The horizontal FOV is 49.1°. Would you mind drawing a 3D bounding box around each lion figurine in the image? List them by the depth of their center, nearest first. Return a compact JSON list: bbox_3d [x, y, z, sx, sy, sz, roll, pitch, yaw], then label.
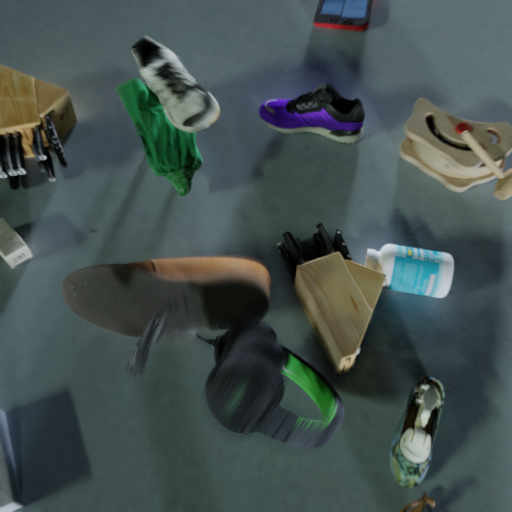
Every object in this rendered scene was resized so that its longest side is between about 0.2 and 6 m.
[{"bbox_3d":[2.128,3.821,7.447,0.768,0.455,1.254,-11,42,1],"label":"lion figurine"}]

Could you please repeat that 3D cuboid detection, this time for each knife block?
[{"bbox_3d":[1.021,0.570,9.420,2.041,0.744,2.325,20,59,14],"label":"knife block"},{"bbox_3d":[-4.989,-2.569,11.461,2.753,0.881,2.416,24,58,14],"label":"knife block"}]

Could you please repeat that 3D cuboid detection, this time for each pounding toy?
[{"bbox_3d":[4.164,-2.321,10.899,1.539,1.544,2.691,-40,65,-19],"label":"pounding toy"}]

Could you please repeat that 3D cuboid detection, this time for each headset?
[{"bbox_3d":[-0.246,1.772,7.878,3.014,1.416,1.861,30,17,-7],"label":"headset"}]

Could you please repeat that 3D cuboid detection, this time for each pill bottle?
[{"bbox_3d":[2.578,0.235,9.618,1.414,0.784,0.784,9,56,6],"label":"pill bottle"}]

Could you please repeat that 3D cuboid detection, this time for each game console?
[{"bbox_3d":[2.268,-6.378,14.468,1.396,0.245,1.579,11,56,7],"label":"game console"}]

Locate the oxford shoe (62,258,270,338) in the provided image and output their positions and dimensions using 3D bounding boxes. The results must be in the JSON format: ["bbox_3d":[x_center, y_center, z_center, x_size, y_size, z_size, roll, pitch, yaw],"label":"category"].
[{"bbox_3d":[-1.460,0.574,9.382,3.489,1.244,1.244,1,22,7],"label":"oxford shoe"}]

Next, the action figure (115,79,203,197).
[{"bbox_3d":[-1.765,-2.416,11.414,1.781,0.824,3.015,-11,56,-9],"label":"action figure"}]

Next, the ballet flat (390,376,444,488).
[{"bbox_3d":[2.375,2.500,8.205,0.628,0.628,1.692,16,57,11],"label":"ballet flat"}]

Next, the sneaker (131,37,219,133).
[{"bbox_3d":[-1.706,-3.371,10.963,0.955,1.107,2.526,-42,57,-1],"label":"sneaker"}]

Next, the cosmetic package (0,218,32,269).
[{"bbox_3d":[-4.521,-0.238,10.189,0.448,0.378,0.867,-35,63,-21],"label":"cosmetic package"}]

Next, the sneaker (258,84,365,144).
[{"bbox_3d":[1.184,-3.136,11.711,2.262,1.125,0.786,11,57,6],"label":"sneaker"}]

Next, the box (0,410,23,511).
[{"bbox_3d":[-4.439,3.183,7.847,1.939,0.399,1.512,-20,58,-12],"label":"box"}]
